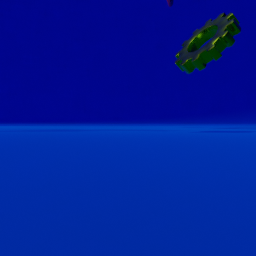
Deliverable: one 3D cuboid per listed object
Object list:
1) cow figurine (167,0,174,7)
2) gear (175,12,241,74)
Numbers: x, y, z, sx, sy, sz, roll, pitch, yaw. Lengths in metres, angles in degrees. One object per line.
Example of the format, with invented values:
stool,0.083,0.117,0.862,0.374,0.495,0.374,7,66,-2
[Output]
cow figurine,0.464,-2.439,4.855,0.883,0.868,0.484,-10,-34,17
gear,2.082,-2.268,7.498,0.340,1.840,1.840,41,-17,-22
